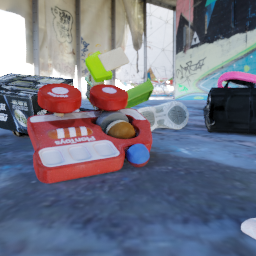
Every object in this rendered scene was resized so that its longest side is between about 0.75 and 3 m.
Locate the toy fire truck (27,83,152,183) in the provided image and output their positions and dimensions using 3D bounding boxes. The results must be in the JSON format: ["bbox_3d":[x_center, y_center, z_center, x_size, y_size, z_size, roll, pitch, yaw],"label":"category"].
[{"bbox_3d":[-0.657,0.171,5.588,2.578,1.445,2.165,-5,33,-27],"label":"toy fire truck"}]

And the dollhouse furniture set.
[{"bbox_3d":[-0.426,-1.177,9.104,1.365,1.782,2.720,-27,-12,-15],"label":"dollhouse furniture set"}]

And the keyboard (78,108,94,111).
[{"bbox_3d":[-1.334,-0.498,12.998,1.276,0.486,2.451,9,-1,20],"label":"keyboard"}]

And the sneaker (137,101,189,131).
[{"bbox_3d":[1.054,-0.465,10.718,2.796,1.089,1.389,-4,5,-31],"label":"sneaker"}]

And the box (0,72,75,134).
[{"bbox_3d":[-3.175,-0.842,8.410,2.504,1.078,2.050,9,27,19],"label":"box"}]

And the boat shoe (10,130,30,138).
[{"bbox_3d":[-3.252,-0.095,8.849,2.128,0.793,0.780,4,9,33],"label":"boat shoe"}]

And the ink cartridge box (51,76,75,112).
[{"bbox_3d":[-3.008,-1.060,10.459,2.115,1.836,0.461,6,22,24],"label":"ink cartridge box"}]

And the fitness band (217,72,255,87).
[{"bbox_3d":[3.987,-1.499,9.863,1.619,0.303,1.163,12,-21,8],"label":"fitness band"}]

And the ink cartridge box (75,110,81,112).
[{"bbox_3d":[-3.318,-0.546,12.876,2.309,0.682,2.884,0,5,-5],"label":"ink cartridge box"}]

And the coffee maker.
[{"bbox_3d":[4.054,-0.457,9.143,2.749,1.851,2.640,2,31,24],"label":"coffee maker"}]

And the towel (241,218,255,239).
[{"bbox_3d":[1.804,1.034,2.633,0.981,0.166,1.027,-4,8,-28],"label":"towel"}]
